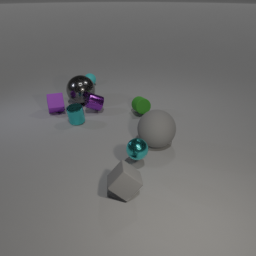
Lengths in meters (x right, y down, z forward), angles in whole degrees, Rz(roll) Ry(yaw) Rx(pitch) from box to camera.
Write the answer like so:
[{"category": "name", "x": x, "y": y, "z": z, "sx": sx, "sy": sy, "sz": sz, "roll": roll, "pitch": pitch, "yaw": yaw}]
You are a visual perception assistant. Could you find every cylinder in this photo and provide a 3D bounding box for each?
[{"category": "cylinder", "x": 0.592, "y": -1.044, "z": 12.742, "sx": 0.700, "sy": 0.700, "sz": 0.700, "roll": -8, "pitch": 18, "yaw": -16}, {"category": "cylinder", "x": -2.223, "y": -0.585, "z": 11.951, "sx": 0.700, "sy": 0.700, "sz": 0.700, "roll": -4, "pitch": 38, "yaw": 3}, {"category": "cylinder", "x": -1.547, "y": -1.201, "z": 12.890, "sx": 0.700, "sy": 0.700, "sz": 0.700, "roll": 15, "pitch": 22, "yaw": -23}]

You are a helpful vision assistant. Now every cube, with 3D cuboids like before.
[{"category": "cube", "x": -3.321, "y": -1.146, "z": 12.838, "sx": 0.700, "sy": 0.700, "sz": 0.700, "roll": -9, "pitch": -11, "yaw": -17}, {"category": "cube", "x": -0.097, "y": 1.459, "z": 7.817, "sx": 0.700, "sy": 0.700, "sz": 0.700, "roll": 37, "pitch": 14, "yaw": -17}]

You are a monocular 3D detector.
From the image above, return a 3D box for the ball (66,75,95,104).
[{"category": "ball", "x": -2.314, "y": -1.878, "z": 13.738, "sx": 1.400, "sy": 1.400, "sz": 1.400, "roll": 0, "pitch": 28, "yaw": 0}]

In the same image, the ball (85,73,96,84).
[{"category": "ball", "x": -2.209, "y": -2.818, "z": 16.279, "sx": 0.700, "sy": 0.700, "sz": 0.700, "roll": 0, "pitch": 28, "yaw": 0}]

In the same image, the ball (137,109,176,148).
[{"category": "ball", "x": 1.041, "y": 0.025, "z": 10.179, "sx": 1.400, "sy": 1.400, "sz": 1.400, "roll": 0, "pitch": 28, "yaw": 0}]

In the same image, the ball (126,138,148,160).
[{"category": "ball", "x": 0.289, "y": 0.656, "z": 8.775, "sx": 0.700, "sy": 0.700, "sz": 0.700, "roll": 0, "pitch": 28, "yaw": 0}]
